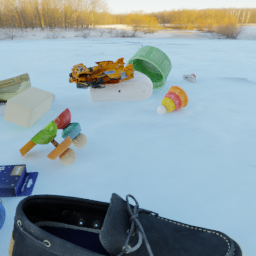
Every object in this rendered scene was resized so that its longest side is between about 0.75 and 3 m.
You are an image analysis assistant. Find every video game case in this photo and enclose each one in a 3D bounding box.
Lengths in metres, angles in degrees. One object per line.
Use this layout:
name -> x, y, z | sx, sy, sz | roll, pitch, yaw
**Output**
video game case -> -4.502, -1.060, 10.349 | 2.454, 0.309, 2.693 | 18, 29, 39

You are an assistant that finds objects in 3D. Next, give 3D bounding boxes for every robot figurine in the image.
robot figurine -> -1.007, -1.960, 9.938 | 2.244, 0.653, 1.627 | -13, 34, -20

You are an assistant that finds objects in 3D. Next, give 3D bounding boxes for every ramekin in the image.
ramekin -> 0.951, -2.597, 11.920 | 1.843, 1.843, 0.900 | 15, 62, 34

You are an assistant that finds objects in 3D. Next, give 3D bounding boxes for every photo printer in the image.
photo printer -> -0.325, -1.696, 11.137 | 2.516, 0.874, 2.094 | -4, 24, -11

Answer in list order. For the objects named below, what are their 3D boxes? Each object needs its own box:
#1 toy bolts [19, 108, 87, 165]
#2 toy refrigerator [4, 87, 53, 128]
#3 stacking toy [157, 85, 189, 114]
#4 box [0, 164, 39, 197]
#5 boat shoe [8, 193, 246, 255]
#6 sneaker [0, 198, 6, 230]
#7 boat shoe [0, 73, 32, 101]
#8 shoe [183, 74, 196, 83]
toy bolts -> -1.588, 0.360, 6.422 | 1.339, 0.972, 1.402 | -35, 12, 35
toy refrigerator -> -2.940, -0.652, 8.461 | 0.734, 0.676, 1.933 | 19, 19, -5
stacking toy -> 1.375, -0.828, 9.361 | 1.200, 0.877, 0.877 | -35, 37, -29
box -> -2.468, 0.985, 5.210 | 1.435, 0.233, 0.869 | -1, 21, -7
boat shoe -> -0.063, 1.341, 3.378 | 2.910, 0.906, 1.086 | 4, 20, 8
sneaker -> -2.871, 1.314, 3.211 | 1.258, 1.138, 2.954 | 24, 32, 39
boat shoe -> -4.680, -1.396, 9.481 | 2.814, 0.885, 1.026 | 0, 19, 4
shoe -> 3.189, -2.504, 13.901 | 0.501, 0.393, 1.101 | -10, 19, -13
